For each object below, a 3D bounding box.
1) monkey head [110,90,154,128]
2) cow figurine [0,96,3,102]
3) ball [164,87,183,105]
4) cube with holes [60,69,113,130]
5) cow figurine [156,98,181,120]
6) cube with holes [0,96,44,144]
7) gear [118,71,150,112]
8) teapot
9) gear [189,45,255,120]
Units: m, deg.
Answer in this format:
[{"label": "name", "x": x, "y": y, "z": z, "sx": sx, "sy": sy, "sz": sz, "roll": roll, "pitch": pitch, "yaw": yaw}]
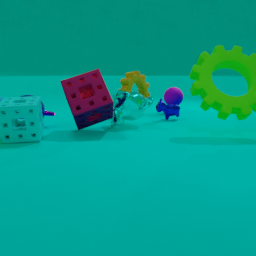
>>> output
[{"label": "monkey head", "x": -0.011, "y": -0.516, "z": 8.751, "sx": 1.083, "sy": 1.293, "sz": 1.797, "roll": 21, "pitch": -26, "yaw": -24}, {"label": "cow figurine", "x": -3.766, "y": -0.505, "z": 8.407, "sx": 0.937, "sy": 0.952, "sz": 0.523, "roll": 31, "pitch": 49, "yaw": 8}, {"label": "ball", "x": 1.855, "y": -1.268, "z": 11.435, "sx": 0.796, "sy": 0.796, "sz": 0.796, "roll": 0, "pitch": 12, "yaw": 0}, {"label": "cube with holes", "x": -1.112, "y": -0.769, "z": 7.816, "sx": 1.084, "sy": 1.084, "sz": 1.084, "roll": -21, "pitch": -17, "yaw": -11}, {"label": "cow figurine", "x": 1.427, "y": -0.695, "z": 9.895, "sx": 0.880, "sy": 0.865, "sz": 0.483, "roll": -10, "pitch": 53, "yaw": 3}, {"label": "cube with holes", "x": -2.686, "y": -0.233, "z": 7.082, "sx": 0.914, "sy": 0.914, "sz": 0.914, "roll": -4, "pitch": 21, "yaw": -10}, {"label": "gear", "x": 0.273, "y": -1.336, "z": 10.778, "sx": 0.304, "sy": 1.645, "sz": 1.645, "roll": 3, "pitch": 11, "yaw": 38}, {"label": "teapot", "x": -3.009, "y": -0.476, "z": 8.379, "sx": 1.634, "sy": 1.016, "sz": 0.800, "roll": 2, "pitch": 10, "yaw": -31}, {"label": "gear", "x": 2.670, "y": -1.212, "z": 7.315, "sx": 2.051, "sy": 2.051, "sz": 0.379, "roll": 0, "pitch": -22, "yaw": -1}]
